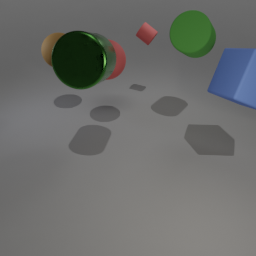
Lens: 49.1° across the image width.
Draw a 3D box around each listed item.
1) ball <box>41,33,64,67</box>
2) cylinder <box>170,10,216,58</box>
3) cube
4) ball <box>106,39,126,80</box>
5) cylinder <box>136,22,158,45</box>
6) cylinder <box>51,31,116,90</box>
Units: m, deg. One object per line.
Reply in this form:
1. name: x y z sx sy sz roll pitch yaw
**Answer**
1. ball: -2.703 -3.048 11.103 1.400 1.400 1.400 0 32 0
2. cylinder: 2.319 -3.268 9.907 1.400 1.400 1.400 14 12 21
3. cube: 3.460 -1.393 8.115 1.400 1.400 1.400 17 11 -20
4. ball: -0.771 -2.423 9.959 1.400 1.400 1.400 0 32 0
5. cylinder: 0.817 -4.102 12.209 0.700 0.700 0.700 37 36 -5
6. cylinder: -1.109 -1.813 7.429 1.400 1.400 1.400 4 17 7
